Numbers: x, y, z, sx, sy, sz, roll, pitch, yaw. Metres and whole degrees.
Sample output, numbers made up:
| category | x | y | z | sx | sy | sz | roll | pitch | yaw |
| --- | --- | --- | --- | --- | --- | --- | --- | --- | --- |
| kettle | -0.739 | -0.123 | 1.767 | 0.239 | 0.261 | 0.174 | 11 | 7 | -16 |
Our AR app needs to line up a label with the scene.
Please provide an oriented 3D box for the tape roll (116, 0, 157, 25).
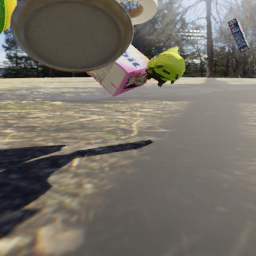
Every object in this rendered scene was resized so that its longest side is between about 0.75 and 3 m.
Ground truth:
| category | x | y | z | sx | sy | sz | roll | pitch | yaw |
| --- | --- | --- | --- | --- | --- | --- | --- | --- | --- |
| tape roll | -0.010 | -3.174 | 7.277 | 1.550 | 0.283 | 1.550 | 0 | -8 | 0 |

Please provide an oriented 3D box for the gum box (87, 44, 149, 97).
| category | x | y | z | sx | sy | sz | roll | pitch | yaw |
| --- | --- | --- | --- | --- | --- | --- | --- | --- | --- |
| gum box | -0.601 | -2.035 | 7.765 | 2.552 | 0.844 | 1.449 | 43 | 37 | 13 |

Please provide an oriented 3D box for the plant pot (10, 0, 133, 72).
| category | x | y | z | sx | sy | sz | roll | pitch | yaw |
| --- | --- | --- | --- | --- | --- | --- | --- | --- | --- |
| plant pot | -0.967 | -1.777 | 5.025 | 2.120 | 2.120 | 0.291 | -3 | -28 | -13 |

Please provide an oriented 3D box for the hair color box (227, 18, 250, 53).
| category | x | y | z | sx | sy | sz | roll | pitch | yaw |
| --- | --- | --- | --- | --- | --- | --- | --- | --- | --- |
| hair color box | 3.832 | -3.201 | 9.686 | 0.323 | 1.068 | 0.534 | -23 | -9 | 30 |

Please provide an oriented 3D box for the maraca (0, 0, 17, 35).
| category | x | y | z | sx | sy | sz | roll | pitch | yaw |
| --- | --- | --- | --- | --- | --- | --- | --- | --- | --- |
| maraca | -2.769 | -2.709 | 5.587 | 1.068 | 1.368 | 1.996 | -29 | -3 | -39 |

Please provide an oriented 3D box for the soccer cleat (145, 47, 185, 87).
| category | x | y | z | sx | sy | sz | roll | pitch | yaw |
| --- | --- | --- | --- | --- | --- | --- | --- | --- | --- |
| soccer cleat | 0.907 | -1.561 | 6.598 | 0.768 | 0.994 | 2.375 | 30 | 3 | -4 |
